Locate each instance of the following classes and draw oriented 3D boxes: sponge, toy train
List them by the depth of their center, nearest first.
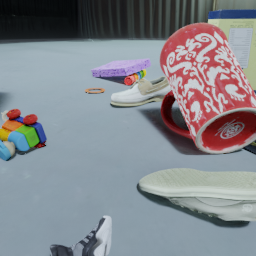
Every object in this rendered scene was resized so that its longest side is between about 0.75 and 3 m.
[{"bbox_3d":[-2.699,0.107,6.100,1.760,0.745,1.019,15,39,35],"label":"toy train"},{"bbox_3d":[-0.380,-2.796,13.023,1.531,0.409,2.745,-29,24,-32],"label":"sponge"}]

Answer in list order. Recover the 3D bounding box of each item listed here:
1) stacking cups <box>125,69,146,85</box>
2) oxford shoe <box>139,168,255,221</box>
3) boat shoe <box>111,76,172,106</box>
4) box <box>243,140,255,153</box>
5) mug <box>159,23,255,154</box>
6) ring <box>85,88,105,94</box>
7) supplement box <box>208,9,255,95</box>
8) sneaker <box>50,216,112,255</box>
[{"bbox_3d":[0.305,-2.343,12.540,0.547,0.547,1.810,8,22,19],"label":"stacking cups"},{"bbox_3d":[1.005,0.952,4.033,2.030,0.586,0.763,-2,18,39],"label":"oxford shoe"},{"bbox_3d":[0.465,-1.261,9.370,2.351,0.804,0.879,-14,25,-32],"label":"boat shoe"},{"bbox_3d":[3.036,0.090,6.342,1.399,0.453,1.774,-10,23,-26],"label":"box"},{"bbox_3d":[1.785,-0.675,6.297,1.709,2.273,2.561,-6,49,-6],"label":"mug"},{"bbox_3d":[-1.279,-1.444,10.882,0.797,0.077,0.797,-1,21,0],"label":"ring"},{"bbox_3d":[4.407,-2.701,10.152,2.911,2.908,1.954,2,21,5],"label":"supplement box"},{"bbox_3d":[-0.533,1.346,3.151,0.595,0.395,1.045,6,24,8],"label":"sneaker"}]
